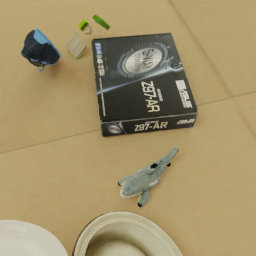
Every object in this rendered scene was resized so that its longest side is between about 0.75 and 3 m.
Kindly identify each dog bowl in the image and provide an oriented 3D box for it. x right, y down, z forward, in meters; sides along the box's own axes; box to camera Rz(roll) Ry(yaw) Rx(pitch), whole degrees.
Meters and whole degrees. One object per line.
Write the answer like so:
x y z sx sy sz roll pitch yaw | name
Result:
-0.028 2.467 4.488 2.129 0.785 2.129 23 36 -18 | dog bowl

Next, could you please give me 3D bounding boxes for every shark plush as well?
0.541 1.012 5.998 1.672 0.696 0.759 -26 60 -16 | shark plush

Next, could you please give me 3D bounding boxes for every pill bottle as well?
-1.793 2.593 3.665 1.481 2.591 1.481 20 28 -11 | pill bottle

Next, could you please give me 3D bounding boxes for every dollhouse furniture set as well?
-1.235 -2.760 8.565 1.413 0.546 0.706 -47 66 17 | dollhouse furniture set

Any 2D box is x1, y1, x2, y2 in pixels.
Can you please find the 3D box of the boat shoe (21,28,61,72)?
-2.388 -2.041 7.347 0.965 2.293 0.787 43 90 -4 | boat shoe

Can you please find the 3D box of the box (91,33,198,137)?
0.309 -1.267 7.513 2.374 0.645 2.963 -6 57 -5 | box
